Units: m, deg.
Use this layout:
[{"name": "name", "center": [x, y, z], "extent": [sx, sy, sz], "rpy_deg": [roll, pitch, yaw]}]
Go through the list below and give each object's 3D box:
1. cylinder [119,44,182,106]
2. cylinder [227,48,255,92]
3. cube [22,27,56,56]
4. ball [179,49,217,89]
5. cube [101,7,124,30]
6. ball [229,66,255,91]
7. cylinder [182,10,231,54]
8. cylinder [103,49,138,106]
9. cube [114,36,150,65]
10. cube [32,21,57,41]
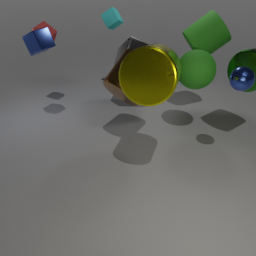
[{"name": "cylinder", "center": [0.613, -1.387, 7.127], "extent": [1.400, 1.400, 1.400], "rpy_deg": [7, 20, 12]}, {"name": "cylinder", "center": [4.429, -2.048, 9.724], "extent": [1.400, 1.400, 1.400], "rpy_deg": [-18, 34, -39]}, {"name": "cube", "center": [-3.158, -3.076, 9.952], "extent": [0.700, 0.700, 0.700], "rpy_deg": [-10, 21, 38]}, {"name": "ball", "center": [2.434, -2.084, 10.012], "extent": [1.400, 1.400, 1.400], "rpy_deg": [0, 29, 0]}, {"name": "cube", "center": [-0.748, -5.217, 13.378], "extent": [0.700, 0.700, 0.700], "rpy_deg": [-28, 1, 20]}, {"name": "ball", "center": [3.270, -1.411, 8.034], "extent": [0.700, 0.700, 0.700], "rpy_deg": [0, 29, 0]}, {"name": "cylinder", "center": [3.131, -3.674, 11.180], "extent": [1.400, 1.400, 1.400], "rpy_deg": [-34, 25, 16]}, {"name": "cylinder", "center": [0.100, -1.696, 9.484], "extent": [1.400, 1.400, 1.400], "rpy_deg": [27, 80, 39]}, {"name": "cube", "center": [0.291, -2.887, 12.265], "extent": [1.400, 1.400, 1.400], "rpy_deg": [18, -12, -21]}, {"name": "cube", "center": [-3.444, -3.780, 11.465], "extent": [0.700, 0.700, 0.700], "rpy_deg": [38, 55, -5]}]
